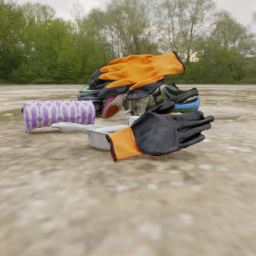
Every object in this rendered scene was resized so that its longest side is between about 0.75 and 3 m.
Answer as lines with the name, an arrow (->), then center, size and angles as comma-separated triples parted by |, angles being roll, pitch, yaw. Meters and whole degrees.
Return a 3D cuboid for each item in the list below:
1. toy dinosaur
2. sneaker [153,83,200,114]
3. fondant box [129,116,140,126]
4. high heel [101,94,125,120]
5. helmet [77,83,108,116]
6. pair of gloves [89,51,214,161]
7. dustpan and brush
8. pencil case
toy dinosaur -> 0.506, -0.869, 9.645 | 1.500, 1.129, 2.934 | -18, 2, 3
sneaker -> 1.457, -1.175, 10.834 | 2.696, 1.117, 0.956 | 5, -12, 27
fondant box -> 0.691, 0.011, 6.429 | 0.995, 0.402, 1.379 | 1, 10, -18
high heel -> -0.439, -1.123, 9.646 | 0.587, 1.740, 0.837 | 29, 16, -40
helmet -> -1.264, -1.099, 10.670 | 1.286, 1.349, 1.349 | -20, 15, -11
pair of gloves -> 0.423, -0.557, 5.580 | 2.121, 2.381, 0.294 | -15, -26, -11
dustpan and brush -> -0.617, 0.114, 5.935 | 2.021, 0.578, 1.411 | -5, 14, -30
pencil case -> -1.896, -0.323, 7.764 | 1.986, 0.849, 0.833 | -4, 26, -19
